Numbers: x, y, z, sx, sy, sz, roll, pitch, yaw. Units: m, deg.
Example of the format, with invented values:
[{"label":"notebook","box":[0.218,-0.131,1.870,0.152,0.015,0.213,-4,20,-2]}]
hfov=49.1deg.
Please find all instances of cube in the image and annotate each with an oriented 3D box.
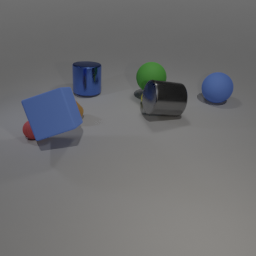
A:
[{"label":"cube","box":[-2.538,-0.529,9.633,1.400,1.400,1.400,-18,8,4]}]

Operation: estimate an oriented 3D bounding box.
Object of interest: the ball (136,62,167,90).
[{"label":"ball","box":[1.082,-2.346,12.982,1.400,1.400,1.400,0,30,0]}]

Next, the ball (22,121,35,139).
[{"label":"ball","box":[-3.497,0.051,10.270,0.700,0.700,0.700,0,30,0]}]

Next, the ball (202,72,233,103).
[{"label":"ball","box":[4.106,-1.850,12.884,1.400,1.400,1.400,0,30,0]}]

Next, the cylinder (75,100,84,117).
[{"label":"cylinder","box":[-2.271,-0.763,11.397,0.700,0.700,0.700,-9,61,17]}]

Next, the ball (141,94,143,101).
[{"label":"ball","box":[0.941,-1.343,12.682,0.700,0.700,0.700,0,30,0]}]

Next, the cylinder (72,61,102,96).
[{"label":"cylinder","box":[-2.014,-2.453,13.775,1.400,1.400,1.400,3,24,-1]}]

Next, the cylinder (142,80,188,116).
[{"label":"cylinder","box":[1.483,-1.213,11.490,1.400,1.400,1.400,3,27,-21]}]
